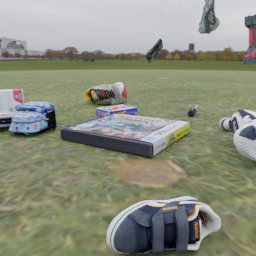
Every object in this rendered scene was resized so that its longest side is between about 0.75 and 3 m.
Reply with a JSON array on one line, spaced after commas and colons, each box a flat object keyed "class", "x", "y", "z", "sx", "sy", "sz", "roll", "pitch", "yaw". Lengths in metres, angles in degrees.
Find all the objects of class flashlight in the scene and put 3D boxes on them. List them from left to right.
[{"class": "flashlight", "x": 3.080, "y": -2.201, "z": 7.024, "sx": 0.399, "sy": 1.180, "sz": 0.401, "roll": -13, "pitch": 15, "yaw": -20}]

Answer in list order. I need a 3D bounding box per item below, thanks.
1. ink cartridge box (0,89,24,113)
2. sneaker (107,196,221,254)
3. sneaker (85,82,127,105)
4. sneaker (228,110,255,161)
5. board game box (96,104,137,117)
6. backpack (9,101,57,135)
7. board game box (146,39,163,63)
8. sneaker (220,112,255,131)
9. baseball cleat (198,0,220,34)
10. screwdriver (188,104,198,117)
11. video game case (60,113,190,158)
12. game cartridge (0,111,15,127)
[{"class": "ink cartridge box", "x": -4.806, "y": -0.922, "z": 10.784, "sx": 1.492, "sy": 1.083, "sz": 0.622, "roll": -5, "pitch": 13, "yaw": -17}, {"class": "sneaker", "x": 0.512, "y": 1.221, "z": 3.505, "sx": 1.527, "sy": 0.599, "sz": 0.606, "roll": -7, "pitch": 10, "yaw": -32}, {"class": "sneaker", "x": -1.064, "y": -1.538, "z": 13.534, "sx": 1.195, "sy": 1.133, "sz": 2.910, "roll": -16, "pitch": 12, "yaw": -35}, {"class": "sneaker", "x": 2.982, "y": 0.125, "z": 6.982, "sx": 2.490, "sy": 0.994, "sz": 1.621, "roll": -10, "pitch": 16, "yaw": -35}, {"class": "board game box", "x": -0.451, "y": -0.673, "z": 11.380, "sx": 1.408, "sy": 0.315, "sz": 0.947, "roll": -12, "pitch": 19, "yaw": -38}, {"class": "backpack", "x": -3.051, "y": -0.290, "z": 8.796, "sx": 1.210, "sy": 0.891, "sz": 1.325, "roll": 6, "pitch": 17, "yaw": 19}, {"class": "board game box", "x": 1.163, "y": -3.343, "z": 12.160, "sx": 0.134, "sy": 0.950, "sz": 0.643, "roll": 39, "pitch": -2, "yaw": 16}, {"class": "sneaker", "x": 3.720, "y": -0.166, "z": 9.015, "sx": 1.379, "sy": 0.541, "sz": 0.548, "roll": -12, "pitch": 10, "yaw": 0}, {"class": "baseball cleat", "x": 2.902, "y": -3.919, "z": 9.722, "sx": 0.737, "sy": 1.384, "sz": 0.483, "roll": 2, "pitch": 56, "yaw": -5}, {"class": "screwdriver", "x": 2.881, "y": -0.826, "z": 11.947, "sx": 0.310, "sy": 0.297, "sz": 2.133, "roll": -25, "pitch": 4, "yaw": 30}, {"class": "video game case", "x": 0.007, "y": 0.073, "z": 8.377, "sx": 2.965, "sy": 0.378, "sz": 2.679, "roll": 9, "pitch": 17, "yaw": 31}, {"class": "game cartridge", "x": -4.384, "y": -0.313, "z": 9.267, "sx": 1.355, "sy": 0.416, "sz": 2.036, "roll": 6, "pitch": 7, "yaw": 24}]
